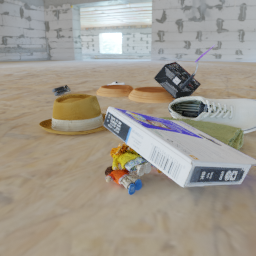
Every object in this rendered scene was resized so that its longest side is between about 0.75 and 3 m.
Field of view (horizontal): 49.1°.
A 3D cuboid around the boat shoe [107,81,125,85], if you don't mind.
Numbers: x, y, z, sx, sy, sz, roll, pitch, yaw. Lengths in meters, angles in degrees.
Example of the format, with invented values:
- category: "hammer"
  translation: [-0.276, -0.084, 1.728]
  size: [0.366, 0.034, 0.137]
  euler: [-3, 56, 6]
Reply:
- category: "boat shoe"
  translation: [-0.691, -2.542, 16.352]
  size: [1.256, 0.411, 0.462]
  euler: [9, 19, 28]

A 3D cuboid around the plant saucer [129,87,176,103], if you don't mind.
- category: "plant saucer"
  translation: [1.222, -1.617, 13.231]
  size: [2.388, 0.447, 2.388]
  euler: [0, 17, 0]

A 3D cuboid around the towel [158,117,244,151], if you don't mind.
- category: "towel"
  translation: [1.566, 0.225, 7.079]
  size: [2.502, 0.456, 1.856]
  euler: [10, 20, 27]

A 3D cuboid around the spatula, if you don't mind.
- category: "spatula"
  translation: [1.108, -0.967, 4.654]
  size: [0.107, 1.041, 0.294]
  euler: [39, 55, 10]

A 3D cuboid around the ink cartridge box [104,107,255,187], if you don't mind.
- category: "ink cartridge box"
  translation: [1.040, 0.329, 5.388]
  size: [2.300, 0.499, 2.278]
  euler: [7, 18, -40]

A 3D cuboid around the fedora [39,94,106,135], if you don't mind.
- category: "fedora"
  translation: [-1.553, -0.509, 8.631]
  size: [2.371, 0.967, 2.371]
  euler: [0, 16, 0]

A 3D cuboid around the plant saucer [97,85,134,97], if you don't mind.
- category: "plant saucer"
  translation: [-0.602, -1.962, 14.490]
  size: [2.051, 0.384, 2.051]
  euler: [0, 16, 0]

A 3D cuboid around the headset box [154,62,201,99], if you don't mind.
- category: "headset box"
  translation: [2.335, -2.143, 12.819]
  size: [1.682, 0.873, 2.260]
  euler: [44, 26, 4]

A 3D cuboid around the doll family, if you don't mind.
- category: "doll family"
  translation: [0.242, 0.579, 5.392]
  size: [1.606, 0.724, 0.997]
  euler: [-10, 22, -37]

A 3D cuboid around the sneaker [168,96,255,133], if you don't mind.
- category: "sneaker"
  translation: [2.451, -0.386, 7.888]
  size: [2.823, 1.031, 0.999]
  euler: [0, -11, 34]

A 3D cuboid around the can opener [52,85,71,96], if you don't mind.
- category: "can opener"
  translation: [-3.493, -1.909, 14.538]
  size: [0.500, 0.399, 1.495]
  euler: [-29, 5, 25]
